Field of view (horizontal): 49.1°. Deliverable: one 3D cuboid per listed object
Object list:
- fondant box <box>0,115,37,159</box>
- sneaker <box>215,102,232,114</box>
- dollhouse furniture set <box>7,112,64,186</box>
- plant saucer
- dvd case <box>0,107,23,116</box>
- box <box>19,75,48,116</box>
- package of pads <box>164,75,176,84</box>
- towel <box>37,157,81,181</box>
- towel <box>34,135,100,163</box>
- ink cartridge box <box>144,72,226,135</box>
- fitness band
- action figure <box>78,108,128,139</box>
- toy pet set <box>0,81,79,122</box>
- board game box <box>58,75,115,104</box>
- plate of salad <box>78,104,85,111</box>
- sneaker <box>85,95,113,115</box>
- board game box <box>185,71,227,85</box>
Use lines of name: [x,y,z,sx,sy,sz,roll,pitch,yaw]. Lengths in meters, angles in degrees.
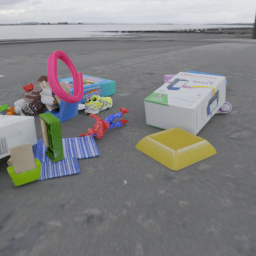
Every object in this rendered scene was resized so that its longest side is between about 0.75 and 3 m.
fondant box: [-4.035,0.228,7.174,2.713,0.790,1.957,5,17,27]
sneaker: [3.180,-0.725,10.697,1.382,0.518,0.689,0,3,3]
dollhouse furniture set: [-2.917,0.585,6.316,2.889,1.115,1.444,-17,27,-29]
plant saucer: [1.314,0.446,7.766,1.661,0.402,1.661,-16,27,-32]
dvd case: [-4.956,-0.559,10.519,1.576,0.173,1.150,10,24,26]
box: [-3.401,-1.284,10.826,0.819,0.613,1.635,12,56,30]
package of pads: [2.367,-2.494,14.709,0.950,0.572,0.359,-2,22,-4]
towel: [-1.698,0.992,6.838,1.017,0.121,0.736,-9,26,-15]
towel: [-1.715,0.551,7.770,1.704,0.203,1.234,-6,24,-14]
ink cartridge box: [2.007,-0.926,9.602,1.818,1.095,2.502,16,38,36]
fitness band: [-2.076,-1.692,9.320,0.366,1.406,1.958,-26,55,25]
action figure: [-0.863,-0.167,8.941,0.997,0.657,2.014,8,20,25]
toy pet set: [-2.926,-0.612,9.642,2.460,1.307,2.297,-25,4,37]
board game box: [-2.399,-1.764,12.776,2.276,0.673,2.993,18,29,38]
plate of salad: [-2.005,-0.794,11.062,0.789,0.190,0.789,-1,21,0]
sneaker: [-1.100,-1.012,11.030,0.614,0.622,1.628,9,24,24]
board game box: [3.693,-2.184,14.062,2.360,0.460,1.865,13,40,21]
